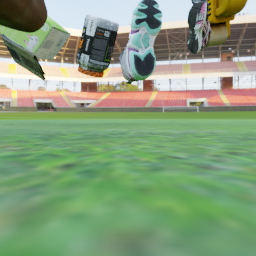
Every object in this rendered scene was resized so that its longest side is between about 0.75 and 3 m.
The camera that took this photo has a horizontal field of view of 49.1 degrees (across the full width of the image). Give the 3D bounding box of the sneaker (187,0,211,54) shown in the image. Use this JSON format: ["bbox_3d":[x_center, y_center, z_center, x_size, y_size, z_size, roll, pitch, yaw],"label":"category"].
[{"bbox_3d":[1.920,-2.674,7.355,0.583,1.350,0.542,-27,50,-26],"label":"sneaker"}]

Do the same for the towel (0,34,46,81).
[{"bbox_3d":[-2.629,-1.799,7.179,1.152,0.199,1.109,33,-21,12],"label":"towel"}]

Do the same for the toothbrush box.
[{"bbox_3d":[-3.352,-3.383,8.536,2.718,1.170,1.979,37,12,-5],"label":"toothbrush box"}]

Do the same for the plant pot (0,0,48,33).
[{"bbox_3d":[-2.303,-2.578,5.443,1.498,1.498,1.603,1,-10,16],"label":"plant pot"}]

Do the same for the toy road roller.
[{"bbox_3d":[2.564,-3.180,7.776,1.086,1.768,1.291,-17,23,-24],"label":"toy road roller"}]

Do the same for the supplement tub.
[{"bbox_3d":[-1.183,-3.050,10.528,1.291,2.106,1.291,15,18,-5],"label":"supplement tub"}]

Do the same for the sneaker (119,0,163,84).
[{"bbox_3d":[0.261,-3.049,10.259,1.146,2.947,2.061,14,-8,-19],"label":"sneaker"}]
